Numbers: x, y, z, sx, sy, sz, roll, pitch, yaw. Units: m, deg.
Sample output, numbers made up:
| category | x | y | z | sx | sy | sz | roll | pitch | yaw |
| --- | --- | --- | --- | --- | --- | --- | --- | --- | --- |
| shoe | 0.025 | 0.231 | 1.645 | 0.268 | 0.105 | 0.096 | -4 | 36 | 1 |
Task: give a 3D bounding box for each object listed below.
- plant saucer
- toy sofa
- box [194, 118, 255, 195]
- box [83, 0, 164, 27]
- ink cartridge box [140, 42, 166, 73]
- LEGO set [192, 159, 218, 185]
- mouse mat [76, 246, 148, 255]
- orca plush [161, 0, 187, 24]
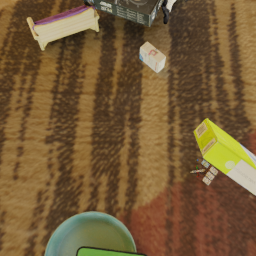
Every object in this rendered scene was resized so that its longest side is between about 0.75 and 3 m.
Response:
| category | x | y | z | sx | sy | sz | roll | pitch | yaw |
| --- | --- | --- | --- | --- | --- | --- | --- | --- | --- |
| plant saucer | -0.991 | 3.498 | 7.576 | 2.441 | 0.439 | 2.441 | 1 | 80 | -6 |
| toy sofa | -2.379 | -3.980 | 10.376 | 2.473 | 1.207 | 1.024 | -22 | 68 | -8 |
| box | 2.046 | 0.629 | 5.049 | 1.769 | 1.079 | 0.422 | 35 | 110 | -10 |
| box | 0.003 | -5.062 | 10.201 | 2.695 | 0.587 | 2.159 | 23 | 72 | 11 |
| ink cartridge box | 0.882 | -2.527 | 10.071 | 0.394 | 0.672 | 0.930 | -41 | 74 | -15 |
| LEGO set | 2.365 | 1.343 | 8.834 | 0.774 | 0.190 | 0.578 | 40 | 73 | 3 |
| mouse mat | -0.540 | 4.411 | 7.225 | 1.965 | 0.092 | 2.442 | 10 | 81 | -5 |
| orca plush | 1.660 | -5.408 | 11.341 | 1.437 | 0.971 | 2.731 | 22 | 75 | -39 |
